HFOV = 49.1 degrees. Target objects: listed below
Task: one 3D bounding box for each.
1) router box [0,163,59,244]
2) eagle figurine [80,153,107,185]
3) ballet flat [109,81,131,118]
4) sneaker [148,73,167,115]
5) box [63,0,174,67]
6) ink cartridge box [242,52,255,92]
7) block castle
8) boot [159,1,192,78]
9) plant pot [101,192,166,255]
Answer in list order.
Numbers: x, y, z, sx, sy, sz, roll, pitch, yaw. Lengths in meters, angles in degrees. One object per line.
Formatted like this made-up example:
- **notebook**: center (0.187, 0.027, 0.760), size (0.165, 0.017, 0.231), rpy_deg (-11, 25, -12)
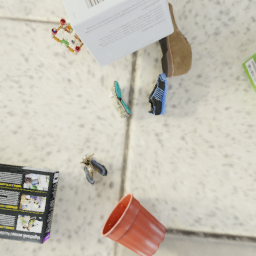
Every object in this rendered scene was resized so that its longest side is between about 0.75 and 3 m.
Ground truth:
- **router box**: center (-3.559, 2.092, 8.155), size (2.737, 0.699, 2.041), rpy_deg (8, 84, 1)
- **eagle figurine**: center (-1.089, 1.222, 8.416), size (0.610, 0.607, 0.804), rpy_deg (-15, 120, 37)
- **ballet flat**: center (-0.328, -0.855, 8.658), size (0.450, 0.405, 1.195), rpy_deg (-24, 86, 20)
- **sneaker**: center (0.894, -1.052, 8.609), size (0.514, 0.463, 1.321), rpy_deg (4, 85, -6)
- **box**: center (-0.373, -3.486, 7.632), size (2.382, 2.051, 2.394), rpy_deg (-24, 67, 8)
- **ink cartridge box**: center (5.217, -1.756, 8.395), size (2.725, 1.032, 2.014), rpy_deg (-23, 85, -1)
- **block castle**: center (-1.783, -2.812, 8.589), size (1.022, 0.479, 0.683), rpy_deg (36, 63, -12)
- **boot**: center (1.437, -2.731, 8.639), size (0.856, 0.835, 2.269), rpy_deg (-8, 96, -8)
- **plant pot**: center (0.215, 2.795, 7.837), size (1.370, 1.409, 1.409), rpy_deg (38, 85, -5)
